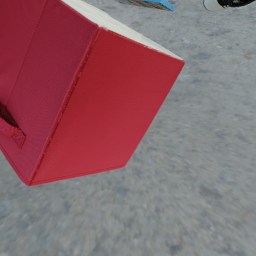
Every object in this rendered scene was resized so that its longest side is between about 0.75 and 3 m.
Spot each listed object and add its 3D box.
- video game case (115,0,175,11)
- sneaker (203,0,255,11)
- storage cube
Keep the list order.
[{"bbox_3d":[0.293,-3.165,6.972,1.520,0.135,1.088,18,18,20],"label":"video game case"},{"bbox_3d":[2.403,-3.116,6.469,0.791,0.728,1.976,-61,23,-11],"label":"sneaker"},{"bbox_3d":[-0.652,-0.582,3.544,1.656,1.741,1.937,41,24,28],"label":"storage cube"}]
